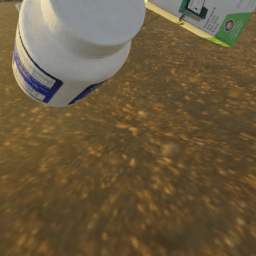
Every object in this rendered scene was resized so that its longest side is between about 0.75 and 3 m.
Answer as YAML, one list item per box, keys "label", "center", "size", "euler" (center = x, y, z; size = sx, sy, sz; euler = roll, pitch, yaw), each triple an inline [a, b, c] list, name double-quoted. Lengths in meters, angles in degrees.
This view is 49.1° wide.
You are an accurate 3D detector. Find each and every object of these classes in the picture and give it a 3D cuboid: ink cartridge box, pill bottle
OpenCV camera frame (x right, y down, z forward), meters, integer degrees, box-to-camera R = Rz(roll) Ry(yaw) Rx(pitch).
- label: "ink cartridge box"
  center: [1.253, -2.303, 4.712]
  size: [1.693, 1.237, 0.714]
  euler: [23, 16, -11]
- label: "pill bottle"
  center: [-0.934, -1.428, 4.649]
  size: [1.708, 1.708, 2.854]
  euler: [-16, 0, -27]

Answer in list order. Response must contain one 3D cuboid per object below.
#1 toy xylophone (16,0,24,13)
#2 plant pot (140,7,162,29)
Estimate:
- label: "toy xylophone"
  center: [-1.982, -3.638, 8.090]
  size: [2.476, 1.813, 0.622]
  euler: [-34, 10, 31]
- label: "plant pot"
  center: [0.904, -4.127, 7.699]
  size: [2.335, 2.187, 2.187]
  euler: [-22, 33, -6]
